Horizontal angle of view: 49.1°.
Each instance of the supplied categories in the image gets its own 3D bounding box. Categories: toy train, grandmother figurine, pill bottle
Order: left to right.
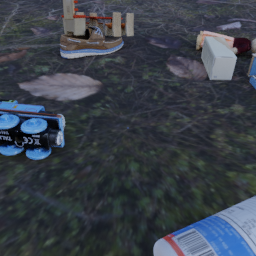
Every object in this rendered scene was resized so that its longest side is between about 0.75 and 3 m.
[{"bbox_3d":[-2.560,-0.035,6.510,2.352,1.019,1.344,5,31,6],"label":"toy train"},{"bbox_3d":[4.126,-3.274,10.933,2.759,0.836,1.673,11,46,18],"label":"grandmother figurine"},{"bbox_3d":[1.724,1.592,3.414,2.550,1.431,1.431,-18,40,-12],"label":"pill bottle"}]

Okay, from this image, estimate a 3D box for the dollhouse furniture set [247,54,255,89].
[{"bbox_3d":[4.553,-1.807,9.005,1.095,0.757,1.160,-1,38,-1],"label":"dollhouse furniture set"}]

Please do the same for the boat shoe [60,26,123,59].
[{"bbox_3d":[-1.362,-3.410,10.952,2.615,0.946,0.945,-19,41,-23],"label":"boat shoe"}]

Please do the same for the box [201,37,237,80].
[{"bbox_3d":[3.115,-2.462,9.786,0.721,0.881,1.855,2,39,1],"label":"box"}]

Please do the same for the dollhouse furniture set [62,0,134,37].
[{"bbox_3d":[-1.357,-4.475,11.397,2.483,1.293,2.511,-18,29,-41],"label":"dollhouse furniture set"}]
